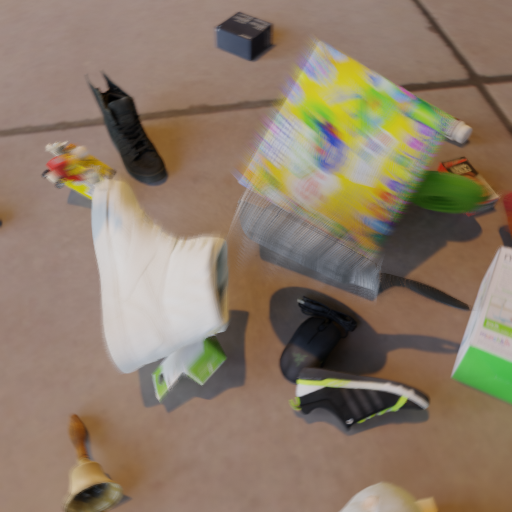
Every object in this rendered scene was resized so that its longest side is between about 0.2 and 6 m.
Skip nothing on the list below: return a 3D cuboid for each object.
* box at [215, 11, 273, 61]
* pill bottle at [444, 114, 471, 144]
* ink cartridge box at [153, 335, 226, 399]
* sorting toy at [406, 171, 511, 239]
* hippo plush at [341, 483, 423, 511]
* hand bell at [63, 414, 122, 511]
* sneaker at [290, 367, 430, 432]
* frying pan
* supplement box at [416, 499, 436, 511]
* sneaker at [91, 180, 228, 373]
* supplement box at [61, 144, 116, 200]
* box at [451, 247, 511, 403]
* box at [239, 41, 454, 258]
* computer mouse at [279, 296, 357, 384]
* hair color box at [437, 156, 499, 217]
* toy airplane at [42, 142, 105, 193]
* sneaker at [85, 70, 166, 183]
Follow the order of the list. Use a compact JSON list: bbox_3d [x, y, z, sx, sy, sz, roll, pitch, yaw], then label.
[{"bbox_3d":[-0.321,-5.747,14.611,1.140,0.593,1.038,30,56,22],"label":"box"},{"bbox_3d":[4.288,-2.845,12.389,0.811,0.463,0.463,38,61,26],"label":"pill bottle"},{"bbox_3d":[-1.052,1.692,8.611,1.106,0.419,0.818,-49,23,2],"label":"ink cartridge box"},{"bbox_3d":[3.587,-0.570,10.266,4.340,1.505,1.495,13,81,15],"label":"sorting toy"},{"bbox_3d":[1.615,4.015,6.302,2.879,2.294,2.315,-53,38,12],"label":"hippo plush"},{"bbox_3d":[-2.448,2.815,7.877,0.764,0.764,1.467,-20,43,-16],"label":"hand bell"},{"bbox_3d":[1.529,2.208,8.384,2.025,0.726,0.838,9,80,6],"label":"sneaker"},{"bbox_3d":[1.232,0.092,8.333,2.220,3.670,0.597,27,91,56],"label":"frying pan"},{"bbox_3d":[2.105,3.736,7.200,0.642,0.375,1.019,-8,51,-7],"label":"supplement box"},{"bbox_3d":[-1.412,-0.035,8.794,1.976,1.259,3.419,-21,58,4],"label":"sneaker"},{"bbox_3d":[-3.379,-1.620,10.959,1.030,0.564,0.561,31,29,-14],"label":"supplement box"},{"bbox_3d":[4.578,1.274,8.656,2.390,1.156,2.109,21,54,16],"label":"box"},{"bbox_3d":[1.460,-1.745,9.609,2.485,1.574,2.580,31,98,2],"label":"box"},{"bbox_3d":[0.901,1.338,9.089,1.083,0.412,1.565,24,55,17],"label":"computer mouse"},{"bbox_3d":[4.222,-1.413,11.267,0.619,0.373,1.219,-17,58,-15],"label":"hair color box"},{"bbox_3d":[-2.620,-1.293,8.150,0.878,0.619,0.874,27,14,-32],"label":"toy airplane"},{"bbox_3d":[-2.739,-2.711,11.723,0.766,1.330,2.550,-27,56,-19],"label":"sneaker"}]
